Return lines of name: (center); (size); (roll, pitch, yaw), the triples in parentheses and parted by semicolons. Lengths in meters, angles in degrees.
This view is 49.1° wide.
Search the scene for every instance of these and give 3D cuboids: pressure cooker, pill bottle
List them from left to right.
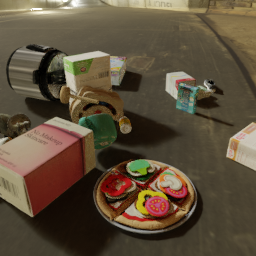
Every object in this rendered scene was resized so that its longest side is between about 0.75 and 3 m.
pressure cooker: (-3.997, -2.611, 13.658); (2.876, 2.569, 2.530); (11, 60, 19)
pill bottle: (-0.127, -0.158, 11.426); (0.438, 0.438, 0.788); (-4, 31, -7)

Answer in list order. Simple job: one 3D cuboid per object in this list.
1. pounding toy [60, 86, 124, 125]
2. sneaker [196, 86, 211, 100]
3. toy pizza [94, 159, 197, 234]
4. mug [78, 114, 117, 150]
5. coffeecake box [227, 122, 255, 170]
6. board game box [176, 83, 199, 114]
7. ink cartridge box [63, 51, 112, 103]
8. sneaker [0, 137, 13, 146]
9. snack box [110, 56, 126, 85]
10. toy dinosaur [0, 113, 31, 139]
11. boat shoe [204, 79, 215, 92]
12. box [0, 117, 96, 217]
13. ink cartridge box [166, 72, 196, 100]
pounding toy: (-1.437, -0.658, 11.392); (2.844, 1.626, 1.631); (9, 25, -23)
sneaker: (3.532, -1.824, 14.258); (1.288, 0.474, 0.760); (-9, 35, -33)
toy pizza: (0.496, 1.737, 8.120); (2.980, 0.472, 2.980); (0, 30, 0)
mug: (-1.124, 0.199, 9.679); (1.525, 1.253, 0.943); (-3, 66, -37)
coffeecake box: (4.793, 0.792, 9.410); (1.707, 0.813, 2.224); (-25, 38, -36)
board game box: (2.688, -1.339, 12.714); (0.902, 1.195, 0.280); (24, 38, 34)
ink cartridge box: (-1.726, -1.979, 12.530); (1.819, 2.500, 1.050); (-19, 33, -30)
sneaker: (-4.596, 1.092, 9.125); (0.956, 0.825, 2.181); (-7, 23, 15)
snack box: (-1.418, -3.508, 16.711); (2.351, 0.943, 2.788); (4, 32, 6)
toy dinosaur: (-4.503, -0.028, 10.234); (2.794, 1.429, 1.075); (12, 32, 18)
boat shoe: (4.505, -2.455, 15.345); (0.515, 0.487, 1.436); (3, 30, 6)
box: (-2.475, 0.998, 8.391); (1.717, 1.463, 2.685); (19, 35, 28)
ink cartridge box: (2.672, -2.193, 14.374); (0.992, 0.997, 1.372); (-10, 31, -16)
